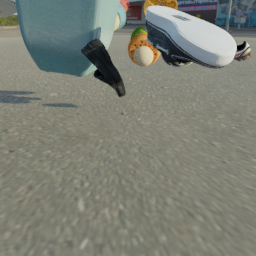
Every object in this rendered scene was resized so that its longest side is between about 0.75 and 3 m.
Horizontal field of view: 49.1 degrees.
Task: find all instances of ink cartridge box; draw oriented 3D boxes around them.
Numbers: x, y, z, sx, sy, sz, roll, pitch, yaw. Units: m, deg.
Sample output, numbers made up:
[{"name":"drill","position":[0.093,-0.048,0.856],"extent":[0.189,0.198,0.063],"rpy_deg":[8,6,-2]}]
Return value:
[{"name":"ink cartridge box","position":[-3.888,-3.816,7.496],"extent":[2.239,1.625,0.934],"rpy_deg":[-6,-2,28]}]

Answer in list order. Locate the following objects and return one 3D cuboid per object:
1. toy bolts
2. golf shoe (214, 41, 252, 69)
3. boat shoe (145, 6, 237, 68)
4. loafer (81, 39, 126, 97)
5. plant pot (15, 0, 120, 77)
[{"name":"toy bolts","position":[0.239,-3.258,8.651],"extent":[2.397,2.289,1.662],"rpy_deg":[27,35,-12]},{"name":"golf shoe","position":[2.867,-2.118,8.044],"extent":[1.215,0.560,0.441],"rpy_deg":[-17,46,25]},{"name":"boat shoe","position":[0.922,-1.436,4.843],"extent":[0.844,0.798,2.354],"rpy_deg":[-12,38,-22]},{"name":"loafer","position":[-0.463,-1.128,5.612],"extent":[0.474,1.351,0.459],"rpy_deg":[-31,39,1]},{"name":"plant pot","position":[-1.363,-2.319,6.663],"extent":[1.919,1.955,1.914],"rpy_deg":[10,23,7]}]
